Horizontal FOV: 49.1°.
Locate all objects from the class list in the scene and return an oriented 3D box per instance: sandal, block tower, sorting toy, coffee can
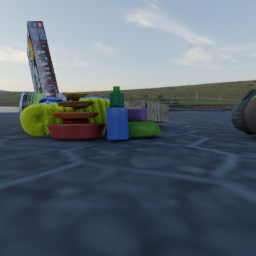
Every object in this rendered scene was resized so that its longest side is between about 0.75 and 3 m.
[{"bbox_3d":[-0.995,-0.298,5.203,1.828,0.727,0.796,1,19,-16],"label":"sandal"},{"bbox_3d":[0.535,-0.395,7.306,0.526,0.491,1.820,-3,-2,29],"label":"block tower"},{"bbox_3d":[-0.317,-0.236,4.518,1.902,0.781,1.143,-1,2,-24],"label":"sorting toy"},{"bbox_3d":[-1.856,-0.402,6.592,1.163,0.851,0.851,-1,4,-7],"label":"coffee can"}]

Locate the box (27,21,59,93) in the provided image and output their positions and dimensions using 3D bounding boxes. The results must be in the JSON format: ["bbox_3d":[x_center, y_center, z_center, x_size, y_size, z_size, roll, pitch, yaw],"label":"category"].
[{"bbox_3d":[-2.917,-1.862,9.421,0.549,2.753,1.885,-9,-18,-24],"label":"box"}]

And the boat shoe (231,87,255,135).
[{"bbox_3d":[2.622,-0.416,5.276,0.916,0.996,2.788,-1,9,33],"label":"boat shoe"}]
